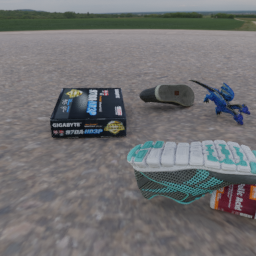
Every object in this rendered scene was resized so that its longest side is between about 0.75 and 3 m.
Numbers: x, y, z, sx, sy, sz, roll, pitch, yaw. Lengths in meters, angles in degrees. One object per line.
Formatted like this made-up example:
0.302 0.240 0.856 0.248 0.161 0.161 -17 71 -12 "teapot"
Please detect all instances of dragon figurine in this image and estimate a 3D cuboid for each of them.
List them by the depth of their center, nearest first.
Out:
3.090 -1.040 9.353 0.657 2.232 1.110 -39 -2 -14 "dragon figurine"

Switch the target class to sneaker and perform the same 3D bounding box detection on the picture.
1.241 0.864 5.087 2.456 1.120 0.953 1 25 19 "sneaker"
1.516 -1.261 10.619 2.115 0.791 1.124 6 -2 -37 "sneaker"

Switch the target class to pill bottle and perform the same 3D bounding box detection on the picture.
2.128 1.298 5.157 1.105 0.631 0.631 9 25 22 "pill bottle"

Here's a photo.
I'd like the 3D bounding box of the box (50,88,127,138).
-1.225 -0.598 9.225 2.209 0.639 2.780 -1 27 -4 "box"
